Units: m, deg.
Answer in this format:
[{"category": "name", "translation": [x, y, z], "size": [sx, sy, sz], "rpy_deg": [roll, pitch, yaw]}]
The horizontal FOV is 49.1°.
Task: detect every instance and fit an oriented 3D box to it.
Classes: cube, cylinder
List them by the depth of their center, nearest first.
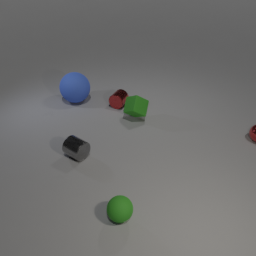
[{"category": "cylinder", "translation": [-1.771, 0.686, 9.616], "size": [0.700, 0.700, 0.700], "rpy_deg": [24, 40, 27]}, {"category": "cube", "translation": [0.335, -0.888, 11.606], "size": [0.700, 0.700, 0.700], "rpy_deg": [20, -13, -36]}, {"category": "cylinder", "translation": [-0.420, -1.321, 12.763], "size": [0.700, 0.700, 0.700], "rpy_deg": [14, 35, 20]}]

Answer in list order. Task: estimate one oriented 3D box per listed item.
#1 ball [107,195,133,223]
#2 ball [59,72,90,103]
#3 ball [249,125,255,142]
[{"category": "ball", "translation": [-0.212, 2.123, 7.349], "size": [0.700, 0.700, 0.700], "rpy_deg": [0, 33, 0]}, {"category": "ball", "translation": [-2.452, -1.871, 12.952], "size": [1.400, 1.400, 1.400], "rpy_deg": [0, 33, 0]}, {"category": "ball", "translation": [4.880, 0.195, 10.403], "size": [0.700, 0.700, 0.700], "rpy_deg": [0, 33, 0]}]
